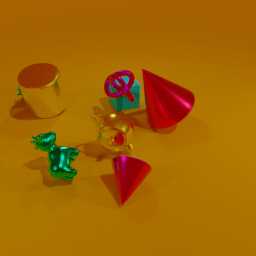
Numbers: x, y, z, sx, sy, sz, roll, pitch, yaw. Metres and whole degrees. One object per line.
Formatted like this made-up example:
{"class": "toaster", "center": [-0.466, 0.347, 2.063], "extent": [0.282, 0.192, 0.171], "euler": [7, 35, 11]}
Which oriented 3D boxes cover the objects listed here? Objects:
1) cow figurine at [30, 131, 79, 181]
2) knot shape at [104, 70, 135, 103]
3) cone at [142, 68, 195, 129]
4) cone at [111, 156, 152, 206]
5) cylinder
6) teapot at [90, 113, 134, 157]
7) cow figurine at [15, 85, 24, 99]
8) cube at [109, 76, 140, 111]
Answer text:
{"class": "cow figurine", "center": [-1.779, 0.666, 6.700], "extent": [1.153, 0.643, 1.172], "euler": [14, 53, -22]}
{"class": "knot shape", "center": [-0.169, -1.231, 8.700], "extent": [1.181, 1.105, 0.546], "euler": [-25, 22, 50]}
{"class": "cone", "center": [0.862, -1.146, 8.338], "extent": [1.681, 1.687, 1.681], "euler": [-26, 38, 22]}
{"class": "cone", "center": [-0.022, 1.295, 6.375], "extent": [0.976, 0.976, 0.980], "euler": [8, 60, 11]}
{"class": "cylinder", "center": [-2.756, -1.212, 9.097], "extent": [1.303, 1.303, 1.303], "euler": [0, 49, 0]}
{"class": "teapot", "center": [-0.344, 0.212, 7.334], "extent": [1.066, 1.714, 0.839], "euler": [-36, 20, 24]}
{"class": "cow figurine", "center": [-3.564, -1.413, 10.088], "extent": [1.058, 0.590, 1.075], "euler": [-20, 17, -32]}
{"class": "cube", "center": [-0.142, -1.223, 9.713], "extent": [0.877, 0.877, 0.877], "euler": [-12, 37, -16]}
